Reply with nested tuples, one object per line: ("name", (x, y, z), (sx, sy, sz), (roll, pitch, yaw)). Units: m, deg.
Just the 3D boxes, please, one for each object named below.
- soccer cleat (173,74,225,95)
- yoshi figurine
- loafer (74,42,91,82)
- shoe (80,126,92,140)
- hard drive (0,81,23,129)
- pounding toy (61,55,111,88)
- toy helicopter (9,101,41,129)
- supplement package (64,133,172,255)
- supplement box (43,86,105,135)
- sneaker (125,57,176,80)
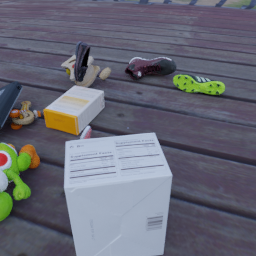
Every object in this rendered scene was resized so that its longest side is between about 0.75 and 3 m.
("soccer cleat", (3.362, -2.053, 13.296), (2.432, 0.821, 0.986), (16, 20, 20))
("yoshi figurine", (-3.504, 1.564, 7.842), (1.547, 1.553, 2.763), (40, 18, -11))
("loafer", (-1.688, -2.394, 10.417), (0.487, 1.546, 0.556), (18, 33, 15))
("shoe", (-1.289, 0.550, 9.011), (0.553, 1.216, 0.434), (26, 20, 5))
("hard drive", (-5.337, -0.613, 10.699), (2.061, 0.486, 2.954), (-22, 33, 11))
("pounding toy", (-2.101, -2.521, 13.931), (2.743, 1.573, 1.568), (24, 69, 44))
("toy helicopter", (-4.073, -0.659, 11.278), (1.152, 0.687, 1.742), (-5, 33, -11))
("supplement package", (-0.246, 1.617, 6.268), (2.011, 2.582, 1.432), (-6, 35, -8))
("supplement box", (-2.080, -0.775, 11.251), (1.445, 0.843, 2.292), (14, 37, 19))
("sneaker", (1.032, -2.892, 14.369), (2.662, 1.007, 1.537), (8, 39, 29))
